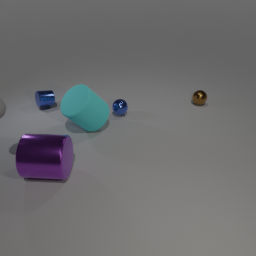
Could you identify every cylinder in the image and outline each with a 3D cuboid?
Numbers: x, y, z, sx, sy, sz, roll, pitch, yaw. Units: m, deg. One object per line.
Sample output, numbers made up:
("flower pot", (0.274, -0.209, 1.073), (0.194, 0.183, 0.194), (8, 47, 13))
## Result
("cylinder", (-3.800, -1.364, 12.814), (0.700, 0.700, 0.700), (-10, 32, -35))
("cylinder", (-1.673, -0.767, 11.013), (1.400, 1.400, 1.400), (-15, 58, 26))
("cylinder", (-2.578, 0.893, 8.842), (1.400, 1.400, 1.400), (2, 32, 3))

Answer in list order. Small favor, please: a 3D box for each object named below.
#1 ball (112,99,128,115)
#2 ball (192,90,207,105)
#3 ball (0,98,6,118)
("ball", (-0.347, -0.925, 12.288), (0.700, 0.700, 0.700), (0, 32, 0))
("ball", (3.393, -1.442, 13.248), (0.700, 0.700, 0.700), (0, 32, 0))
("ball", (-3.920, -0.574, 8.141), (0.700, 0.700, 0.700), (0, 32, 0))
